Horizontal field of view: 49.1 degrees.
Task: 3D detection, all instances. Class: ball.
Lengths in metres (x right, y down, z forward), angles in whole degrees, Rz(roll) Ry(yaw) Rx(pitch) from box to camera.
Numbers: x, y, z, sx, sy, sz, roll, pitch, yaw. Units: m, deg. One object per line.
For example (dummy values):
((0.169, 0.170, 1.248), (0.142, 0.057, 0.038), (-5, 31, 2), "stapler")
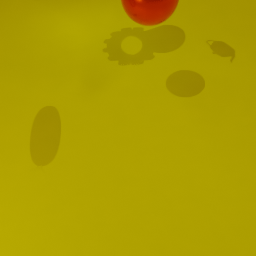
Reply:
((0.403, -2.454, 5.148), (1.092, 1.092, 1.092), (0, 54, 0), "ball")
